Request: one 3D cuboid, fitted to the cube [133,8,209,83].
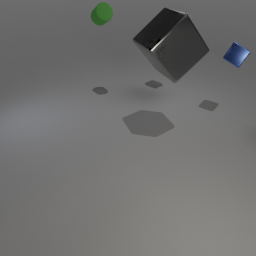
[{"bbox_3d":[1.254,-2.483,8.380,1.400,1.400,1.400,-43,35,6],"label":"cube"}]

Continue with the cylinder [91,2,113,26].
[{"bbox_3d":[-1.023,-4.439,10.933,0.700,0.700,0.700,-15,10,-23],"label":"cylinder"}]

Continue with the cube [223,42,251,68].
[{"bbox_3d":[4.137,-2.781,10.634,0.700,0.700,0.700,37,26,11],"label":"cube"}]
